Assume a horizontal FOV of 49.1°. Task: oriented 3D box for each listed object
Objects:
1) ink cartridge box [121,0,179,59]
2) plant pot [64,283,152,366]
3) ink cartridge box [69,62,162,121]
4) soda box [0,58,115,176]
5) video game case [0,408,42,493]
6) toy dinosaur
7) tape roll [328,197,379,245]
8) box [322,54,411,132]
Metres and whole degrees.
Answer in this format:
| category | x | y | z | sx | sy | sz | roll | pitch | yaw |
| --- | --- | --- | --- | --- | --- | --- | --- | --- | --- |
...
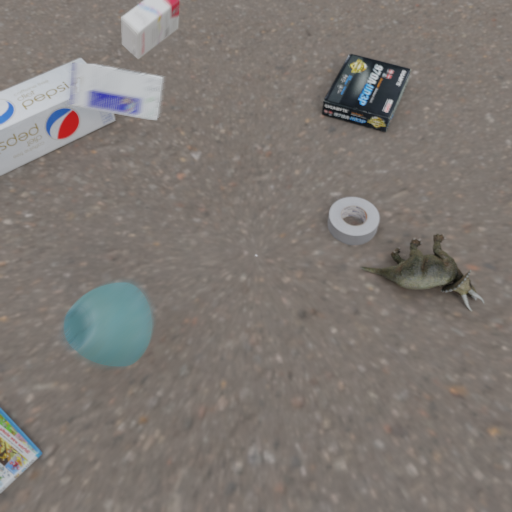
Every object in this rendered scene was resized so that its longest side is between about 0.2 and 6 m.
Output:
| category | x | y | z | sx | sy | sz | roll | pitch | yaw |
| --- | --- | --- | --- | --- | --- | --- | --- | --- | --- |
| ink cartridge box | -2.182 | -4.818 | 11.593 | 0.522 | 0.899 | 1.218 | 44 | 70 | 3 |
| plant pot | -2.215 | 0.987 | 7.960 | 1.226 | 1.226 | 0.826 | 47 | 23 | 28 |
| ink cartridge box | -2.121 | -2.506 | 8.510 | 1.323 | 0.658 | 0.259 | 8 | 21 | -12 |
| soda box | -5.089 | -3.005 | 12.504 | 3.608 | 1.149 | 1.229 | -32 | 60 | -21 |
| video game case | -4.406 | 3.278 | 8.566 | 1.284 | 0.160 | 1.794 | 34 | 61 | 23 |
| toy dinosaur | 3.082 | 0.238 | 10.357 | 2.205 | 0.849 | 1.128 | 5 | 45 | 0 |
| tape roll | 1.965 | -0.710 | 11.344 | 1.013 | 0.335 | 1.013 | 0 | 55 | 0 |
| box | 2.696 | -3.997 | 13.633 | 1.627 | 0.471 | 2.047 | 20 | 57 | 14 |
